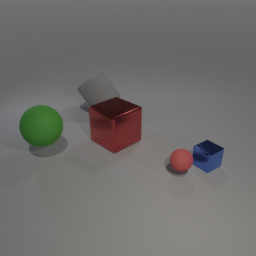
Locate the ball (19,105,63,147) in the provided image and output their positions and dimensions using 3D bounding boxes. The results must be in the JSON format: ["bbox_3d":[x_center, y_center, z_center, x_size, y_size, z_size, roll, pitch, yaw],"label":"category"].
[{"bbox_3d":[-2.871,-0.069,9.325,1.400,1.400,1.400,0,28,0],"label":"ball"}]

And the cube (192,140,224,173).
[{"bbox_3d":[2.590,0.911,9.125,0.700,0.700,0.700,-20,34,-32],"label":"cube"}]

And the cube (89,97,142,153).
[{"bbox_3d":[-0.457,-0.159,10.353,1.400,1.400,1.400,-25,37,-37],"label":"cube"}]

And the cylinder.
[{"bbox_3d":[-1.292,-1.592,12.416,1.400,1.400,1.400,-36,9,7],"label":"cylinder"}]

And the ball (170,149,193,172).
[{"bbox_3d":[1.626,0.976,8.530,0.700,0.700,0.700,0,28,0],"label":"ball"}]
